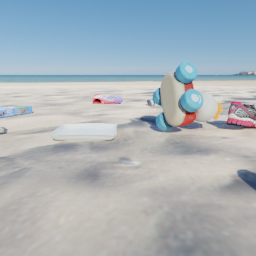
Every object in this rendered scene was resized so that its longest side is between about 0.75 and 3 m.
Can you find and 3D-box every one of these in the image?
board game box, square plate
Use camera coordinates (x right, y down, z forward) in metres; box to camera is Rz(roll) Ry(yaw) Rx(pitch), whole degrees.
[{"bbox_3d":[-5.117,-0.704,11.576,1.364,0.330,1.804,4,12,23],"label":"board game box"},{"bbox_3d":[-1.099,0.106,7.502,1.613,0.232,1.629,-1,10,-1],"label":"square plate"}]

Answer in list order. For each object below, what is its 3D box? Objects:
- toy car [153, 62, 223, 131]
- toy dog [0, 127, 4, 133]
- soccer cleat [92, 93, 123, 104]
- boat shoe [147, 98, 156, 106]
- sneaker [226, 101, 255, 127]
[{"bbox_3d":[1.831,-0.753,7.736,1.745,1.544,1.609,4,-23,-23],"label":"toy car"},{"bbox_3d":[-4.014,-0.175,7.594,1.108,0.798,1.143,6,3,-41],"label":"toy dog"},{"bbox_3d":[-1.183,-1.572,16.031,1.764,0.588,0.674,9,46,12],"label":"soccer cleat"},{"bbox_3d":[1.304,-1.386,15.030,0.397,0.429,1.161,-14,2,-4],"label":"boat shoe"},{"bbox_3d":[3.739,-0.380,8.508,1.889,0.705,0.761,4,2,-40],"label":"sneaker"}]
